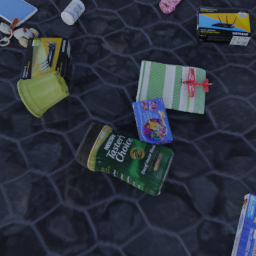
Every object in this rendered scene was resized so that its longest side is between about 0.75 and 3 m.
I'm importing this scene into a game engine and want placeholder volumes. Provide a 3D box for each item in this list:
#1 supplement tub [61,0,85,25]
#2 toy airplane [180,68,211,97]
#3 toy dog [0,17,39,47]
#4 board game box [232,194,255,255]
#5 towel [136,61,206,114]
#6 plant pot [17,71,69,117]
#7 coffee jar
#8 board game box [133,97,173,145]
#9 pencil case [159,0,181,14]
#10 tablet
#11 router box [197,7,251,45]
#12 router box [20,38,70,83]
[{"bbox_3d":[-2.376,-5.008,12.102,0.642,0.642,0.973,26,69,11],"label":"supplement tub"},{"bbox_3d":[2.552,-1.669,10.453,1.209,0.222,1.209,0,75,-2],"label":"toy airplane"},{"bbox_3d":[-4.607,-4.003,11.531,1.700,0.819,1.121,4,65,2],"label":"toy dog"},{"bbox_3d":[4.412,3.448,8.256,2.297,0.474,2.302,20,67,9],"label":"board game box"},{"bbox_3d":[1.658,-1.579,10.674,2.536,0.297,1.934,8,70,2],"label":"towel"},{"bbox_3d":[-2.830,-1.285,9.705,1.304,1.418,1.418,-25,67,7],"label":"plant pot"},{"bbox_3d":[-0.139,0.936,8.990,2.943,1.256,1.535,20,65,9],"label":"coffee jar"},{"bbox_3d":[0.848,-0.200,9.872,1.080,0.359,1.606,-10,75,-5],"label":"board game box"},{"bbox_3d":[2.082,-5.797,12.465,0.691,0.661,1.596,43,68,-14],"label":"pencil case"},{"bbox_3d":[-5.201,-5.354,12.519,2.012,0.137,1.309,34,68,15],"label":"tablet"},{"bbox_3d":[3.985,-4.318,11.830,2.101,0.536,1.567,5,65,2],"label":"router box"},{"bbox_3d":[-3.209,-2.598,11.026,1.619,0.538,2.059,0,65,0],"label":"router box"}]
